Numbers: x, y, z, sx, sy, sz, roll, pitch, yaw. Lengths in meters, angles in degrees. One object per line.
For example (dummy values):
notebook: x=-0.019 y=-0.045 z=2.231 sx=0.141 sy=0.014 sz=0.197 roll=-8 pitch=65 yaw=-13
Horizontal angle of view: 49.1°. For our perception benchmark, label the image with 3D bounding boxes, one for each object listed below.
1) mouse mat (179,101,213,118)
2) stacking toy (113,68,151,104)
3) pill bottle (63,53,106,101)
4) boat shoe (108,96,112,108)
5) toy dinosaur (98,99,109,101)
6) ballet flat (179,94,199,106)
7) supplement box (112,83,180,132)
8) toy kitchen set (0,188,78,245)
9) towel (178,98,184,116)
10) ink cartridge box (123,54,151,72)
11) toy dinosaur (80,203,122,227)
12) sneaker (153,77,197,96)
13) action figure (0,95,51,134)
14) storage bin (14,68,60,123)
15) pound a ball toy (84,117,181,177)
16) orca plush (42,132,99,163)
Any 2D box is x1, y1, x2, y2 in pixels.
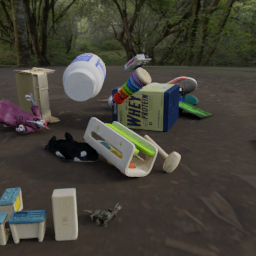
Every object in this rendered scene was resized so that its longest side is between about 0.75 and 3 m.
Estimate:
mouse mat: x=3.067 y=-0.931 z=13.558 sx=1.850 sy=0.070 sz=1.489 roll=29 pitch=24 yaw=31
stacking toy: x=0.062 y=-1.391 z=9.827 sx=1.568 sy=0.669 sz=0.669 roll=-38 pitch=-7 yaw=33
pill bottle: x=-1.736 y=-2.008 z=11.183 sx=1.523 sy=1.523 sz=2.717 roll=0 pitch=25 yaw=1
boat shoe: x=0.007 y=-1.464 z=15.078 sx=0.755 sy=0.877 sz=2.435 roll=18 pitch=21 yaw=42
toy dinosaur: x=-1.010 y=-1.688 z=16.797 sx=0.872 sy=0.496 sz=1.642 roll=-19 pitch=-3 yaw=36
ballet flat: x=3.324 y=-1.589 z=16.157 sx=1.931 sy=0.655 sz=0.698 roll=9 pitch=-1 yaw=42
supplement box: x=0.842 y=-1.005 z=12.088 sx=2.376 sy=1.597 sz=2.378 roll=6 pitch=17 yaw=19
toy kitchen set: x=-1.674 y=1.383 z=5.191 sx=1.477 sy=0.870 sz=1.183 roll=-2 pitch=16 yaw=-7
towel: x=2.065 y=-1.195 z=14.597 sx=1.714 sy=0.575 sz=2.321 roll=6 pitch=17 yaw=17
ink cartridge box: x=0.275 y=-2.200 z=9.599 sx=0.546 sy=0.214 sz=1.153 roll=-10 pitch=-8 yaw=-29
toy dinosaur: x=-0.522 y=1.677 z=5.374 sx=0.784 sy=0.302 sz=0.401 roll=-5 pitch=4 yaw=5
sneaker: x=2.293 y=-1.784 z=14.516 sx=2.915 sy=1.123 sz=1.194 roll=-13 pitch=40 yaw=-6
action figure: x=-4.145 y=-0.241 z=10.973 sx=2.396 sy=1.784 sz=1.605 roll=18 pitch=56 yaw=5
storage bin: x=-4.076 y=-1.488 z=12.631 sx=1.055 sy=2.250 sz=2.234 roll=-16 pitch=23 yaw=-41
pound a ball toy: x=0.034 y=0.640 z=7.677 sx=1.540 sy=1.003 sz=2.361 roll=10 pitch=16 yaw=-44
orca plush: x=-1.780 y=0.441 z=8.626 sx=1.125 sy=0.760 sz=2.137 roll=-14 pitch=21 yaw=-40
